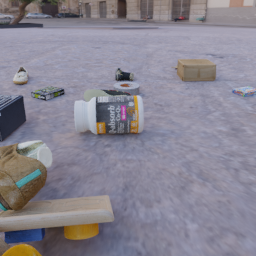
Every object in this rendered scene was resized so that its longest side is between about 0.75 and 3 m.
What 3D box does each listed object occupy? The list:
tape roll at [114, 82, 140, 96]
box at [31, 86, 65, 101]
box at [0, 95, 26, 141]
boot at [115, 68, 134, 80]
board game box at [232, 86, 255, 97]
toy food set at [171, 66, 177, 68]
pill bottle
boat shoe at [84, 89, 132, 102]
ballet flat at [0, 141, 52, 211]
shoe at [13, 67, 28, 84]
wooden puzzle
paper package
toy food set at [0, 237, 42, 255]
[{"bbox_3d":[-0.058,-1.592,11.526,1.076,0.355,1.076,1,24,0],"label":"tape roll"},{"bbox_3d":[-3.217,-1.413,11.291,0.832,0.230,1.038,14,28,29],"label":"box"},{"bbox_3d":[-3.987,-0.351,8.072,1.477,0.917,1.489,3,24,8],"label":"box"},{"bbox_3d":[-0.157,-2.625,13.773,0.897,0.429,1.187,3,30,0],"label":"boot"},{"bbox_3d":[4.922,-1.515,11.587,0.979,0.169,0.663,-12,27,-25],"label":"board game box"},{"bbox_3d":[3.101,-3.448,15.896,1.213,0.244,0.838,-21,24,-28],"label":"toy food set"},{"bbox_3d":[-0.525,-0.358,7.921,1.864,1.085,1.085,-3,24,-3],"label":"pill bottle"},{"bbox_3d":[-0.671,-1.032,9.915,1.775,0.649,0.556,8,19,7],"label":"boat shoe"},{"bbox_3d":[-1.873,0.654,5.105,0.994,0.932,2.748,-33,12,-16],"label":"ballet flat"},{"bbox_3d":[-5.144,-2.523,13.423,0.658,0.502,1.881,-6,25,-13],"label":"shoe"},{"bbox_3d":[-1.091,1.364,4.235,1.691,0.423,1.826,-3,-8,-7],"label":"wooden puzzle"},{"bbox_3d":[3.339,-2.882,13.837,1.598,0.827,1.523,-2,24,-2],"label":"paper package"},{"bbox_3d":[-2.118,2.003,3.125,2.579,1.160,1.231,-27,46,-14],"label":"toy food set"}]
